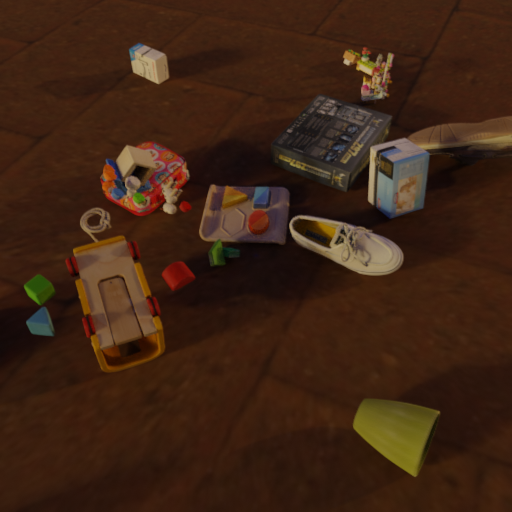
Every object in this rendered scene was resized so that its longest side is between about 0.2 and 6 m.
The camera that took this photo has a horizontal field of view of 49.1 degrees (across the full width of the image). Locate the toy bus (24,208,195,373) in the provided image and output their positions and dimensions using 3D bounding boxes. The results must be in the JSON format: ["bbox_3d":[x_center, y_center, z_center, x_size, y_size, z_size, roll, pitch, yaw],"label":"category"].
[{"bbox_3d":[-2.332,0.716,9.243,2.232,1.222,2.365,22,55,10],"label":"toy bus"}]

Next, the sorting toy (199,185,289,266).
[{"bbox_3d":[-0.237,-0.635,11.014,1.684,0.335,2.278,5,49,4],"label":"sorting toy"}]

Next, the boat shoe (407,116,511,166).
[{"bbox_3d":[4.650,-2.391,12.189,2.692,0.872,0.968,-5,36,19],"label":"boat shoe"}]

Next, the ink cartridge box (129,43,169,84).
[{"bbox_3d":[-2.787,-5.008,14.595,0.956,0.698,0.403,30,56,24],"label":"ink cartridge box"}]

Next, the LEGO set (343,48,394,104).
[{"bbox_3d":[2.997,-4.902,14.401,1.048,0.848,2.277,-5,49,-5],"label":"LEGO set"}]

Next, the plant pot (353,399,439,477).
[{"bbox_3d":[1.953,2.455,7.990,1.016,0.950,0.950,20,51,27],"label":"plant pot"}]

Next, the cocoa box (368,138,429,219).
[{"bbox_3d":[2.802,-1.536,11.102,0.842,1.263,0.829,-18,38,-16],"label":"cocoa box"}]

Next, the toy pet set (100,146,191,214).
[{"bbox_3d":[-2.325,-1.241,10.464,1.683,0.894,1.572,9,45,-46],"label":"toy pet set"}]

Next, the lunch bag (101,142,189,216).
[{"bbox_3d":[-2.215,-1.596,11.630,1.434,0.667,1.628,28,55,22],"label":"lunch bag"}]

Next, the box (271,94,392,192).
[{"bbox_3d":[1.707,-2.595,12.540,1.895,0.613,2.403,23,52,20],"label":"box"}]

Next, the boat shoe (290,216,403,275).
[{"bbox_3d":[1.588,-0.285,10.158,2.161,0.921,0.798,23,86,20],"label":"boat shoe"}]
